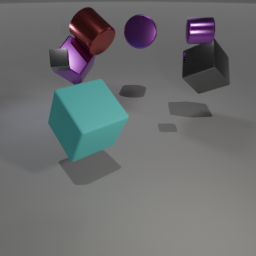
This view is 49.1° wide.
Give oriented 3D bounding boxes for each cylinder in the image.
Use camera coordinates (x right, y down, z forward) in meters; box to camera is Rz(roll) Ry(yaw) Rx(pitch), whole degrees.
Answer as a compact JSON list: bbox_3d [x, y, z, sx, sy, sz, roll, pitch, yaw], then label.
[{"bbox_3d":[2.037,-2.755,7.943,0.700,0.700,0.700,-1,28,3],"label":"cylinder"},{"bbox_3d":[-1.487,-4.018,11.694,1.400,1.400,1.400,46,43,11],"label":"cylinder"},{"bbox_3d":[0.597,-4.326,12.582,1.400,1.400,1.400,3,20,6],"label":"cylinder"}]

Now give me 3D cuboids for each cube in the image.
[{"bbox_3d":[-2.662,-2.653,10.955,0.700,0.700,0.700,-6,-1,-8],"label":"cube"},{"bbox_3d":[3.154,-2.449,11.337,1.400,1.400,1.400,-14,58,39],"label":"cube"},{"bbox_3d":[-1.091,-0.216,7.386,1.400,1.400,1.400,-21,66,-35],"label":"cube"},{"bbox_3d":[-2.443,-2.993,12.705,1.400,1.400,1.400,31,73,-4],"label":"cube"}]
